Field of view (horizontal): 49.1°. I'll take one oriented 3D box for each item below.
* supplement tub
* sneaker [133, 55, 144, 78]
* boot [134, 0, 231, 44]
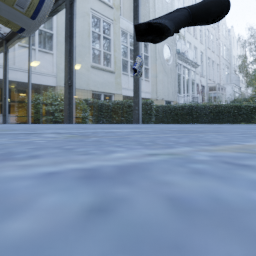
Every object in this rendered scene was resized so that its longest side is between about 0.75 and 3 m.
[{"bbox_3d":[-2.978,-3.347,6.268,2.357,1.702,1.702,23,-14,-39],"label":"supplement tub"},{"bbox_3d":[0.339,-2.194,9.930,0.352,0.799,0.301,0,-2,-38],"label":"sneaker"},{"bbox_3d":[1.615,-3.143,8.113,2.049,0.816,2.485,-3,22,40],"label":"boot"}]
